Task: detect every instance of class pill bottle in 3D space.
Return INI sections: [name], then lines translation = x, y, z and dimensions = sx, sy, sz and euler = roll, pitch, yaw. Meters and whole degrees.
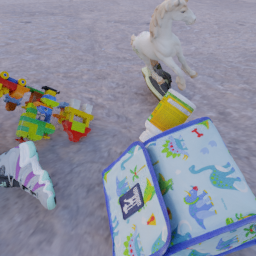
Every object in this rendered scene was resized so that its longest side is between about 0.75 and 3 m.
[pill bottle]
translation = 0.935, -0.164, 6.935
dimensions = 0.809, 1.456, 0.809
euler = 35, 7, -5

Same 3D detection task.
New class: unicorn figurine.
[unicorn figurine]
translation = 0.812, -1.786, 6.156
dimensions = 0.998, 1.857, 2.704
euler = -50, 29, -23

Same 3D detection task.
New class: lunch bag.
[lunch bag]
translation = 0.747, 1.207, 4.838
dimensions = 2.393, 1.525, 2.035
euler = -23, 48, 9

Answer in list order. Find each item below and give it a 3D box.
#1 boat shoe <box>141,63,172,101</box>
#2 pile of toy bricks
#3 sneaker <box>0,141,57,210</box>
[boat shoe]
translation = 1.104, -1.660, 9.773
dimensions = 0.829, 0.902, 2.524
euler = -37, 32, 14
[pile of toy bricks]
translation = -2.493, -0.282, 7.377
dimensions = 2.923, 1.443, 1.621
euler = 21, -16, -41
[sneaker]
translation = -2.186, 1.097, 5.556
dimensions = 1.163, 0.646, 1.663
euler = -22, 52, -23
